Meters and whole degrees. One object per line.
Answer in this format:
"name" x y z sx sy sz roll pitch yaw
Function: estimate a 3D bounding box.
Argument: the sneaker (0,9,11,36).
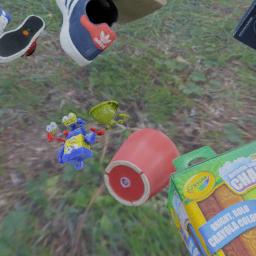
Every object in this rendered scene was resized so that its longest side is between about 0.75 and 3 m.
"sneaker" -3.179 -2.597 6.187 0.959 2.177 0.819 -20 60 -13

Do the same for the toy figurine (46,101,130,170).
"toy figurine" -0.548 0.224 3.794 1.223 0.645 0.733 -23 52 22

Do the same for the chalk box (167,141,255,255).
"chalk box" 1.129 0.935 3.095 1.109 1.101 1.776 -22 58 -8

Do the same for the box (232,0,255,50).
"box" 2.416 -1.631 4.464 1.115 0.827 0.597 32 47 3

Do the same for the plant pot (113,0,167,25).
"plant pot" 0.021 -4.698 8.663 2.067 2.332 2.335 12 10 36

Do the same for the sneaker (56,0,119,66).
"sneaker" -0.908 -2.843 6.654 1.266 1.123 2.997 -27 58 21

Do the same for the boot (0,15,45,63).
"boot" -2.258 -1.574 5.713 0.495 0.987 1.368 37 52 -10

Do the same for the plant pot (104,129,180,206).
"plant pot" 0.177 0.631 4.250 1.028 1.028 0.909 23 29 21
